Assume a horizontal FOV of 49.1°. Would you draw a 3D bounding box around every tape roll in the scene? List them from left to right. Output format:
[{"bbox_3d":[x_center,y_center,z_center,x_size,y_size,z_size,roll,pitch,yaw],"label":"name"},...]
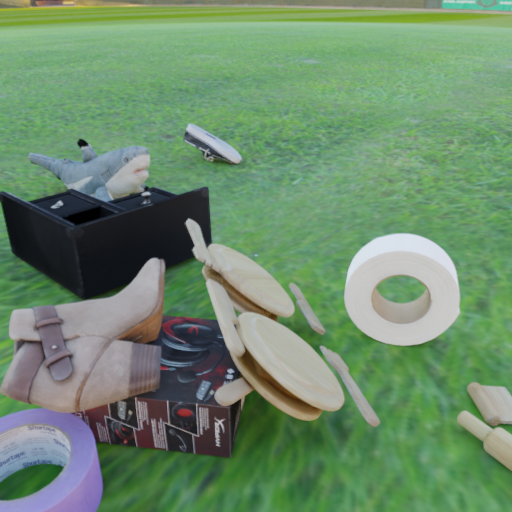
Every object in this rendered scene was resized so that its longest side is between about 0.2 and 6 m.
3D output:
[{"bbox_3d":[-2.173,2.126,5.303,1.347,0.572,1.347,0,29,0],"label":"tape roll"},{"bbox_3d":[1.933,0.464,7.456,1.477,1.477,0.517,6,28,11],"label":"tape roll"}]

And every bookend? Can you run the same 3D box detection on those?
[{"bbox_3d":[-2.543,-0.583,9.622,2.561,1.179,2.544,-23,32,-39],"label":"bookend"}]

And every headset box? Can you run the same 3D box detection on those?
[{"bbox_3d":[-1.148,1.395,6.449,2.030,0.762,1.509,4,29,8],"label":"headset box"}]

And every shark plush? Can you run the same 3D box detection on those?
[{"bbox_3d":[-3.527,-1.959,12.158,3.053,1.272,1.387,19,34,32],"label":"shark plush"}]

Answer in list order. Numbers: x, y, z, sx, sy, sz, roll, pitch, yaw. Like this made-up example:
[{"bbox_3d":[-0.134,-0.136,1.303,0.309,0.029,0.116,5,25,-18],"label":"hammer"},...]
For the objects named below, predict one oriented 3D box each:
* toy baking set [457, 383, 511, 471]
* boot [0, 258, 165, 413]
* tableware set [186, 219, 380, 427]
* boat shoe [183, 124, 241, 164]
[{"bbox_3d":[3.497,1.964,5.883,1.968,0.298,2.564,-15,32,-26],"label":"toy baking set"},{"bbox_3d":[-1.781,0.717,5.998,1.540,0.740,2.107,3,37,-10],"label":"boot"},{"bbox_3d":[0.004,0.872,6.812,2.128,0.645,3.219,32,14,-26],"label":"tableware set"},{"bbox_3d":[-1.162,-2.724,14.327,1.662,0.568,0.614,32,23,6],"label":"boat shoe"}]
